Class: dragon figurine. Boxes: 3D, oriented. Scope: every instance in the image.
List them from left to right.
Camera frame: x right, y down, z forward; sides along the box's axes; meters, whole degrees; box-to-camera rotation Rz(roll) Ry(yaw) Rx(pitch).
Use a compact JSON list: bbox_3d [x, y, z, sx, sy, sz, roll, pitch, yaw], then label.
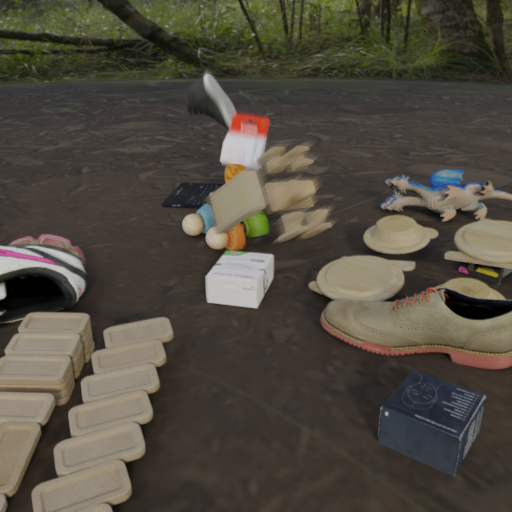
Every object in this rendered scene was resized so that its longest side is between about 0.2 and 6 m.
[{"bbox_3d":[4.517,-1.435,12.890,3.224,0.949,1.603,-7,23,-14],"label":"dragon figurine"}]

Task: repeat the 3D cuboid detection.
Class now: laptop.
[{"bbox_3d":[-1.029,-2.018,14.020,2.298,1.187,2.037,3,22,7],"label":"laptop"}]

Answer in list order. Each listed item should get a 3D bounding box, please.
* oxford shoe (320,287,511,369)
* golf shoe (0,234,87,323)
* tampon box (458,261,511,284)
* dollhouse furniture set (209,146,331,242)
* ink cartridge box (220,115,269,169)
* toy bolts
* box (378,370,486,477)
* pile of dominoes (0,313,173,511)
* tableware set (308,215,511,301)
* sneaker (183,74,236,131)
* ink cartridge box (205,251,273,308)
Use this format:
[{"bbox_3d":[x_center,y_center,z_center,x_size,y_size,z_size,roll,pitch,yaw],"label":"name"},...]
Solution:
[{"bbox_3d":[2.138,0.749,7.414,2.577,0.964,0.908,5,33,15],"label":"oxford shoe"},{"bbox_3d":[-4.173,0.376,8.148,3.274,1.188,1.507,-6,24,-15],"label":"golf shoe"},{"bbox_3d":[4.192,-0.040,9.864,1.034,0.653,0.775,-19,29,-39],"label":"tampon box"},{"bbox_3d":[0.220,-0.999,9.943,1.689,1.551,1.099,-9,-11,-37],"label":"dollhouse furniture set"},{"bbox_3d":[-0.244,-2.441,11.900,0.871,1.072,0.306,12,7,15],"label":"ink cartridge box"},{"bbox_3d":[-0.787,-0.890,11.112,1.174,1.618,1.693,-22,12,-27],"label":"toy bolts"},{"bbox_3d":[1.820,1.697,5.806,0.820,0.508,0.806,16,27,34],"label":"box"},{"bbox_3d":[-2.446,1.853,5.868,2.781,0.568,3.568,1,30,1],"label":"pile of dominoes"},{"bbox_3d":[2.848,0.138,9.196,3.027,0.420,3.624,13,36,32],"label":"tableware set"},{"bbox_3d":[-1.081,-3.451,13.204,0.861,1.736,0.614,-14,52,22],"label":"sneaker"},{"bbox_3d":[-0.247,0.359,9.100,0.854,0.493,1.169,5,23,13],"label":"ink cartridge box"}]
